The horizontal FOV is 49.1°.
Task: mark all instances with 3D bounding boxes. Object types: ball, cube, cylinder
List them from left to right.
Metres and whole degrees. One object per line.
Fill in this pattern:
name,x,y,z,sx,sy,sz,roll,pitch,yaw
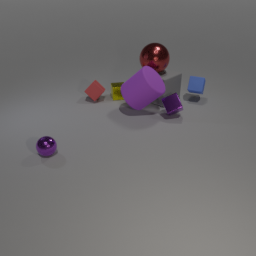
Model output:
ball,-2.803,0.623,9.625,0.700,0.700,0.700,0,29,0
cube,-1.610,-1.842,13.715,0.700,0.700,0.700,43,13,-11
cube,-0.474,-1.864,14.161,0.700,0.700,0.700,-6,29,-11
cylinder,0.645,-1.704,12.080,1.400,1.400,1.400,-35,10,33
ball,1.227,-3.219,12.956,1.400,1.400,1.400,0,29,0
cube,1.630,-2.030,13.725,1.400,1.400,1.400,24,37,37
cube,1.931,-1.012,12.132,0.700,0.700,0.700,-24,-12,10
cube,3.325,-2.072,13.568,0.700,0.700,0.700,12,2,18
